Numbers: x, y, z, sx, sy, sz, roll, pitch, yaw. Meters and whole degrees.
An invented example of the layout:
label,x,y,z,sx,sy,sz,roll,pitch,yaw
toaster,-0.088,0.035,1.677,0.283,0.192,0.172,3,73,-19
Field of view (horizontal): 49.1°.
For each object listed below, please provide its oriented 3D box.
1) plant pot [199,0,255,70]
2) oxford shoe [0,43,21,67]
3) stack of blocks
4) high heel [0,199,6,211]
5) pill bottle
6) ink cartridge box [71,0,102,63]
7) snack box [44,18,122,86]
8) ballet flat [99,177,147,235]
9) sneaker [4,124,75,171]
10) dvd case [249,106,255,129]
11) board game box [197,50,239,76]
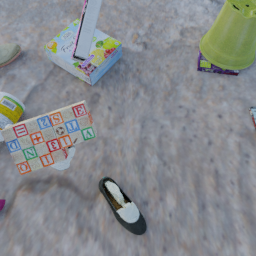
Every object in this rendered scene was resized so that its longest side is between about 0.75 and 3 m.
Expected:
label,x,y,z,sx,sy,sz,roll,pitch,yaw
plant pot,4.123,-3.773,10.617,2.300,2.115,2.300,2,57,-3
oxford shoe,-5.431,-2.868,10.951,2.418,0.892,0.856,-26,65,-13
stack of blocks,-1.633,0.194,6.150,1.829,0.536,1.053,-19,103,0
high heel,-4.392,2.168,8.502,1.310,0.442,0.630,30,75,-1
pill bottle,-4.409,-0.200,9.441,1.035,1.035,1.864,19,64,10
ink cartridge box,-1.210,-3.422,8.746,0.496,1.266,2.674,16,93,-18
snack box,-1.744,-3.044,11.103,2.366,0.801,1.995,32,67,18
ballet flat,-0.204,2.265,8.290,0.700,0.704,2.058,-35,68,-24
sneaker,-2.240,0.343,7.270,1.912,0.833,0.712,28,21,-18
dvd case,5.053,-0.083,9.868,1.168,0.176,1.600,-3,61,-2
board game box,3.599,-2.611,11.207,1.602,0.259,0.961,9,66,5
